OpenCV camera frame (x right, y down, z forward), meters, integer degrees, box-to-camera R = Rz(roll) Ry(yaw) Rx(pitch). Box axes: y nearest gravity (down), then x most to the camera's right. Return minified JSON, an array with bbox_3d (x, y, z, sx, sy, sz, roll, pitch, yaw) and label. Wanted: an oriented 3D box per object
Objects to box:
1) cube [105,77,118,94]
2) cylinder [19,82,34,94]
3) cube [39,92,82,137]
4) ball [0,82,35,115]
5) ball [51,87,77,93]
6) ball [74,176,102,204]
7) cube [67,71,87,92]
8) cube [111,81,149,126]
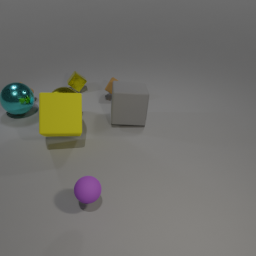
[{"bbox_3d":[-0.633,-1.937,13.359,0.700,0.700,0.700,32,3,-11],"label":"cube"},{"bbox_3d":[-4.914,-1.678,13.104,0.700,0.700,0.700,-19,56,30],"label":"cylinder"},{"bbox_3d":[-2.374,-0.434,10.009,1.400,1.400,1.400,0,-5,-11],"label":"cube"},{"bbox_3d":[-4.749,-1.256,12.023,1.400,1.400,1.400,0,32,0],"label":"ball"},{"bbox_3d":[-2.662,-1.019,11.740,1.400,1.400,1.400,0,32,0],"label":"ball"},{"bbox_3d":[-1.030,1.578,7.178,0.700,0.700,0.700,0,32,0],"label":"ball"},{"bbox_3d":[-2.599,-2.375,14.238,0.700,0.700,0.700,34,10,-25],"label":"cube"},{"bbox_3d":[0.036,-1.041,11.593,1.400,1.400,1.400,3,28,-6],"label":"cube"}]
